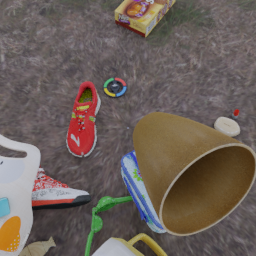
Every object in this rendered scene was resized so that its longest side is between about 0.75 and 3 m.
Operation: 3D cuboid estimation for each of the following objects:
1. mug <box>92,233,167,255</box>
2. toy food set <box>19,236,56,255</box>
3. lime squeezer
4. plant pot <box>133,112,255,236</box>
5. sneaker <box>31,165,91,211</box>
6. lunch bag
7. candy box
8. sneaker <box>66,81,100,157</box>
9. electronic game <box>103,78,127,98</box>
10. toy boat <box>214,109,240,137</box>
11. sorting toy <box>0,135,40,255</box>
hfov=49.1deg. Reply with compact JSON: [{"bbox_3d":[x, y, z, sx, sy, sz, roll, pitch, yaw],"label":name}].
[{"bbox_3d":[-0.062,3.388,6.424,1.595,1.943,1.556,41,96,18],"label":"mug"},{"bbox_3d":[-2.612,3.631,6.871,1.930,0.304,1.227,-17,64,-17],"label":"toy food set"},{"bbox_3d":[-0.574,2.446,7.335,0.970,0.518,2.748,42,58,2],"label":"lime squeezer"},{"bbox_3d":[0.905,0.551,5.187,1.869,1.869,2.006,-25,39,-13],"label":"plant pot"},{"bbox_3d":[-2.269,1.519,7.636,2.489,0.831,1.334,-6,65,0],"label":"sneaker"},{"bbox_3d":[0.923,1.487,7.532,1.839,0.943,2.287,-22,63,-16],"label":"lunch bag"},{"bbox_3d":[0.734,-4.803,11.024,1.429,0.691,2.449,30,68,14],"label":"candy box"},{"bbox_3d":[-1.408,-0.340,8.489,0.944,1.041,2.453,2,62,1],"label":"sneaker"},{"bbox_3d":[-0.439,-1.381,9.529,0.814,0.169,0.814,0,62,0],"label":"electronic game"},{"bbox_3d":[3.206,-0.151,8.790,0.793,0.438,0.943,32,75,20],"label":"toy boat"},{"bbox_3d":[-3.146,1.180,6.151,2.567,1.372,2.311,22,73,8],"label":"sorting toy"}]
